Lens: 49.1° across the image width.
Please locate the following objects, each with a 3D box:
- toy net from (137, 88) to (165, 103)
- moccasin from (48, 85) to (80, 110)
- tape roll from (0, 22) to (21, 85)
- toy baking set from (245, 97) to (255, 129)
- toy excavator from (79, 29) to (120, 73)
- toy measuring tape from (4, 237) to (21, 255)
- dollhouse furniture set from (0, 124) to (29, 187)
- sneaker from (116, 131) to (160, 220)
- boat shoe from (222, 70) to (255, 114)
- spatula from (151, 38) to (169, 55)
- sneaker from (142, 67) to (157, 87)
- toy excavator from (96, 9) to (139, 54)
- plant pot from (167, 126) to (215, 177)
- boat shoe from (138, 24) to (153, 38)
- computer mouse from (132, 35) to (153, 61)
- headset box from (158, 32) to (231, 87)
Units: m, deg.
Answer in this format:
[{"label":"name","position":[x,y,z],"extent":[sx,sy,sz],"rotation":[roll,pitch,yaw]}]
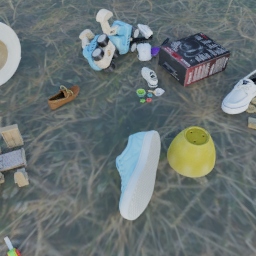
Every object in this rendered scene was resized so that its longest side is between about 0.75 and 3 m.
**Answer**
[{"label":"toy net","position":[0.939,-1.354,11.037],"extent":[1.164,0.225,0.611],"rotation":[-15,49,-14]},{"label":"moccasin","position":[-2.461,-1.278,10.746],"extent":[1.419,0.548,0.519],"rotation":[-32,55,-26]},{"label":"tape roll","position":[-5.482,-2.888,10.796],"extent":[0.930,2.660,2.660],"rotation":[26,53,21]},{"label":"toy baking set","position":[5.613,-0.486,10.177],"extent":[2.802,0.326,2.151],"rotation":[-3,48,-3]},{"label":"toy excavator","position":[-1.518,-3.536,12.402],"extent":[2.205,1.102,2.144],"rotation":[4,68,34]},{"label":"toy measuring tape","position":[-2.924,3.047,6.996],"extent":[0.329,0.329,0.894],"rotation":[-29,54,-24]},{"label":"dollhouse furniture set","position":[-3.689,0.894,8.601],"extent":[0.959,0.819,1.850],"rotation":[-16,50,-14]},{"label":"sneaker","position":[0.130,1.324,8.268],"extent":[1.167,1.053,2.848],"rotation":[-5,44,30]},{"label":"boat shoe","position":[4.428,-1.486,10.663],"extent":[0.945,0.839,2.568],"rotation":[26,52,35]},{"label":"spatula","position":[1.538,-3.909,13.379],"extent":[0.464,0.169,1.642],"rotation":[13,45,35]},{"label":"sneaker","position":[0.918,-2.231,11.655],"extent":[0.471,0.496,1.232],"rotation":[-17,49,-13]},{"label":"toy excavator","position":[-0.527,-4.129,12.166],"extent":[1.076,2.095,2.155],"rotation":[30,42,24]},{"label":"plant pot","position":[2.030,0.584,8.698],"extent":[1.534,1.089,1.534],"rotation":[0,47,0]},{"label":"boat shoe","position":[0.572,-3.210,9.190],"extent":[0.284,0.320,0.870],"rotation":[-29,47,4]},{"label":"computer mouse","position":[0.757,-3.817,13.115],"extent":[1.027,0.411,1.873],"rotation":[-5,48,0]},{"label":"headset box","position":[2.671,-2.940,11.951],"extent":[2.573,0.993,1.914],"rotation":[-25,52,-20]}]
